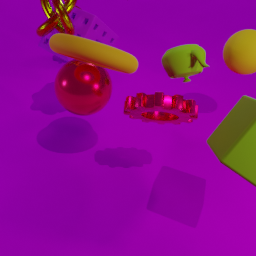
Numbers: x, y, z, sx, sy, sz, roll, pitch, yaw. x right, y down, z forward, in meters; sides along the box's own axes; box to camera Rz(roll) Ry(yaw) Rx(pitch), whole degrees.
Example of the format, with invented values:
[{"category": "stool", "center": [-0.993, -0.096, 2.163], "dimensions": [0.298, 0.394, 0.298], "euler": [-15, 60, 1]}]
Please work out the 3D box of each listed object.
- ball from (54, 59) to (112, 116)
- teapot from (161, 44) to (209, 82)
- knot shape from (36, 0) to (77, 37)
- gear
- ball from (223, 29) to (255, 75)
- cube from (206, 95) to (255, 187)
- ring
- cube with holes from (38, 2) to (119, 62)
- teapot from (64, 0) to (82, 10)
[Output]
[{"category": "ball", "center": [-1.071, -0.988, 6.779], "dimensions": [1.386, 1.386, 1.386], "euler": [0, 39, 0]}, {"category": "teapot", "center": [1.537, -1.692, 7.473], "dimensions": [1.168, 0.920, 1.879], "euler": [-10, 2, -21]}, {"category": "knot shape", "center": [-1.757, -2.708, 6.737], "dimensions": [0.676, 1.369, 1.463], "euler": [3, 65, -40]}, {"category": "gear", "center": [0.663, -0.366, 5.745], "dimensions": [1.483, 1.483, 0.274], "euler": [5, 79, 6]}, {"category": "ball", "center": [3.281, -2.100, 7.787], "dimensions": [1.214, 1.214, 1.214], "euler": [0, 39, 0]}, {"category": "cube", "center": [2.097, 0.251, 4.516], "dimensions": [1.058, 1.058, 1.058], "euler": [34, 14, -5]}, {"category": "ring", "center": [-0.650, -1.435, 5.479], "dimensions": [1.755, 0.351, 1.755], "euler": [16, 9, -3]}, {"category": "cube with holes", "center": [-1.410, -2.532, 8.166], "dimensions": [1.387, 1.387, 1.387], "euler": [31, 7, 24]}, {"category": "teapot", "center": [-2.175, -4.144, 10.742], "dimensions": [1.123, 1.806, 0.884], "euler": [9, 44, 12]}]
